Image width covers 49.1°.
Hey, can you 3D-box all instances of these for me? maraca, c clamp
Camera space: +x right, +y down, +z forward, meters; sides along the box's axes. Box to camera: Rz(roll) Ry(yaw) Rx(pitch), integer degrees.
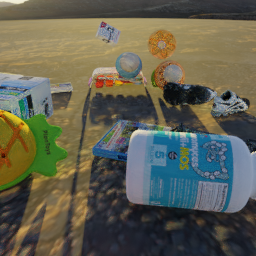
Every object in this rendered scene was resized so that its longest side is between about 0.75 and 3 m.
[{"bbox_3d":[-2.675,0.394,5.858,2.781,1.487,1.906,-3,64,-31],"label":"maraca"},{"bbox_3d":[2.217,0.437,6.853,2.858,0.387,2.441,10,31,2],"label":"c clamp"}]

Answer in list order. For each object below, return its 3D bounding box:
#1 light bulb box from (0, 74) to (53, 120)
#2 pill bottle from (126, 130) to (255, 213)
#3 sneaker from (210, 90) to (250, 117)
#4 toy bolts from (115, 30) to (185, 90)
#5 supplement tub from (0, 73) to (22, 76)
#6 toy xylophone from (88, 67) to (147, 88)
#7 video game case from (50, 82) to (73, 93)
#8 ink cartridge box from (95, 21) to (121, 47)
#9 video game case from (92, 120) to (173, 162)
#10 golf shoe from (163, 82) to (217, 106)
[{"bbox_3d":[-3.628,-0.665,8.251,2.035,1.281,2.053,6,27,12],"label":"light bulb box"},{"bbox_3d":[1.267,0.786,5.151,2.501,1.385,1.385,4,26,6],"label":"pill bottle"},{"bbox_3d":[3.530,-0.920,9.403,1.749,0.774,0.648,-15,28,-32],"label":"sneaker"},{"bbox_3d":[0.858,-2.684,10.771,2.682,2.562,1.860,0,3,-3],"label":"toy bolts"},{"bbox_3d":[-4.189,-1.401,10.019,1.481,1.073,1.073,10,27,19],"label":"supplement tub"},{"bbox_3d":[-0.467,-2.097,11.932,2.592,0.651,1.898,2,26,5],"label":"toy xylophone"},{"bbox_3d":[-2.877,-1.678,11.686,1.077,0.119,0.980,-8,27,-15],"label":"video game case"},{"bbox_3d":[-0.732,-3.500,10.468,0.811,0.589,0.338,21,-16,-22],"label":"ink cartridge box"},{"bbox_3d":[0.643,0.405,7.263,2.597,0.231,1.859,9,28,18],"label":"video game case"},{"bbox_3d":[2.112,-1.156,9.821,1.003,0.825,2.123,-6,16,-34],"label":"golf shoe"}]
